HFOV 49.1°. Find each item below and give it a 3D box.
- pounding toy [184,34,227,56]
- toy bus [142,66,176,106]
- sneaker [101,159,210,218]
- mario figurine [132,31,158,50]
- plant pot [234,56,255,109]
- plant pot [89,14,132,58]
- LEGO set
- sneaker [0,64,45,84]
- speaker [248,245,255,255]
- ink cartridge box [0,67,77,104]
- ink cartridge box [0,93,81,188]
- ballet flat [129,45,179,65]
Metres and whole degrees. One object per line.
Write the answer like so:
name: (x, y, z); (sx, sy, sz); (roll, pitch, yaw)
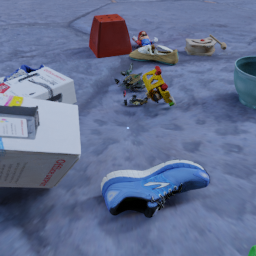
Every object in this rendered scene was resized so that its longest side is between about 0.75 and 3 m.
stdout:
pounding toy: (3.193, -3.567, 11.532); (1.633, 0.937, 0.934); (6, 40, 8)
toy bus: (0.802, -1.048, 7.795); (0.640, 1.169, 1.239); (-24, 4, 10)
sneaker: (0.549, 1.210, 5.169); (2.027, 0.796, 0.904); (-12, 44, -2)
mario figurine: (0.712, -3.765, 11.955); (0.848, 0.728, 1.374); (19, 35, -29)
plant pot: (3.869, -1.244, 8.140); (1.698, 1.138, 1.698); (0, 35, 0)
plant pot: (-0.767, -3.910, 11.659); (1.538, 1.357, 1.540); (-11, 37, -16)
LEGO set: (0.180, -1.286, 8.887); (1.268, 0.553, 1.952); (8, 49, 14)
sneaker: (-3.460, -1.662, 8.996); (1.868, 0.823, 0.703); (-6, 37, -7)
speaker: (2.613, 2.218, 3.560); (2.046, 0.905, 0.905); (14, 38, 18)
ink cartridge box: (-2.646, -0.928, 7.983); (1.377, 0.799, 1.909); (29, 45, 34)
ink cartridge box: (-2.244, 0.275, 4.688); (2.452, 1.810, 1.050); (6, 60, -29)
ballet flat: (1.004, -2.945, 10.934); (2.005, 0.632, 0.688); (12, 37, 16)
